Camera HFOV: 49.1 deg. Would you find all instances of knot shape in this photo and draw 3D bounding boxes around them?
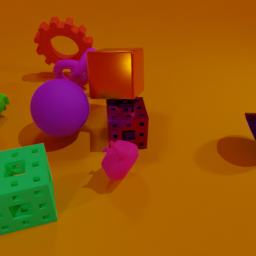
[{"bbox_3d":[-1.434,-1.690,8.376,1.660,0.820,1.774,-16,0,20],"label":"knot shape"}]

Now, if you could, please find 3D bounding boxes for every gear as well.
[{"bbox_3d":[-2.010,-2.609,8.901,1.812,1.812,0.335,2,52,3],"label":"gear"}]

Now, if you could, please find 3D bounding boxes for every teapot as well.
[{"bbox_3d":[-0.208,0.597,5.660,0.673,1.374,0.854,34,70,9],"label":"teapot"}]

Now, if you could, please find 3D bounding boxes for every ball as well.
[{"bbox_3d":[-1.620,-0.477,6.718,1.380,1.380,1.380,0,39,0],"label":"ball"}]

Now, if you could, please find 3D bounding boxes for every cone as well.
[{"bbox_3d":[3.391,-0.064,6.195,1.144,1.139,1.139,-27,30,27],"label":"cone"}]

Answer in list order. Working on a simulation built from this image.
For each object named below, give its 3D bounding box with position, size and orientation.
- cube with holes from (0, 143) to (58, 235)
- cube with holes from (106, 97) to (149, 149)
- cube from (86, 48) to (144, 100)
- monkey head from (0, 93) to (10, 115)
[{"bbox_3d":[-1.960,1.101,5.149,1.052,1.052,1.052,-11,40,-13],"label":"cube with holes"},{"bbox_3d":[-0.039,-0.106,6.775,0.909,0.909,0.909,-4,39,-5],"label":"cube with holes"},{"bbox_3d":[-0.263,-1.362,6.911,1.117,1.117,1.117,3,19,15],"label":"cube"},{"bbox_3d":[-3.599,-0.681,7.329,0.827,1.149,0.693,48,34,1],"label":"monkey head"}]
